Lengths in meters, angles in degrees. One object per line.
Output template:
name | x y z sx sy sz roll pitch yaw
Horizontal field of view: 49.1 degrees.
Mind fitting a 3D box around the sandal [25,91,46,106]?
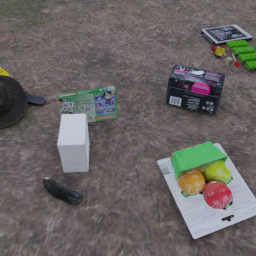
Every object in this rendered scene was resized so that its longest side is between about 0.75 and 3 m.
sandal | -4.152 -1.189 11.633 1.473 0.315 0.560 19 54 5

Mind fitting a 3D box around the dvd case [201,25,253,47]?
dvd case | 5.464 -5.170 15.598 2.262 0.280 1.700 -12 46 -13

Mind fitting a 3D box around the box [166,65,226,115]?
box | 2.677 -1.536 11.183 2.039 1.348 1.170 15 43 15

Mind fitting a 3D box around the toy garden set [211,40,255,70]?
toy garden set | 5.394 -3.485 13.808 1.970 0.472 2.363 -8 46 -10

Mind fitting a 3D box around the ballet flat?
ballet flat | -2.002 1.900 8.455 1.390 0.462 0.395 27 26 16

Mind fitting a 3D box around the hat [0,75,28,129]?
hat | -5.019 -1.191 10.550 2.397 0.967 2.397 4 68 -9

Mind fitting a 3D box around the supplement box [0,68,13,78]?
supplement box | -5.600 -2.010 12.036 1.483 0.812 0.807 33 53 28

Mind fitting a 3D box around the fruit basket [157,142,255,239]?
fruit basket | 2.344 1.731 8.315 2.283 1.156 2.465 -16 62 -15

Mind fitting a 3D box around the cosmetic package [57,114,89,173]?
cosmetic package | -1.725 0.489 9.127 0.846 1.376 1.371 -3 46 -3

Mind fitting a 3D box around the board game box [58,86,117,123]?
board game box | -1.450 -0.792 10.407 2.071 1.394 0.302 -10 48 -10
